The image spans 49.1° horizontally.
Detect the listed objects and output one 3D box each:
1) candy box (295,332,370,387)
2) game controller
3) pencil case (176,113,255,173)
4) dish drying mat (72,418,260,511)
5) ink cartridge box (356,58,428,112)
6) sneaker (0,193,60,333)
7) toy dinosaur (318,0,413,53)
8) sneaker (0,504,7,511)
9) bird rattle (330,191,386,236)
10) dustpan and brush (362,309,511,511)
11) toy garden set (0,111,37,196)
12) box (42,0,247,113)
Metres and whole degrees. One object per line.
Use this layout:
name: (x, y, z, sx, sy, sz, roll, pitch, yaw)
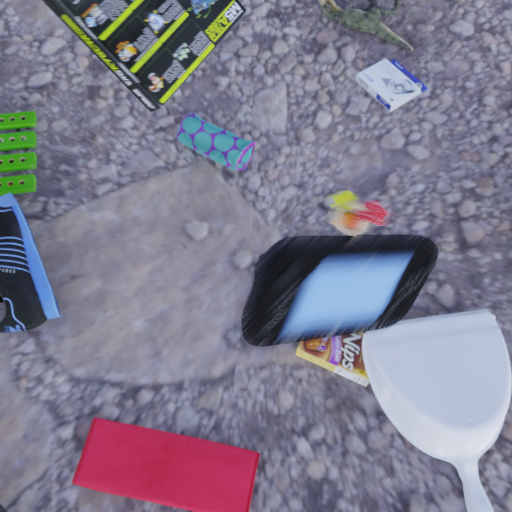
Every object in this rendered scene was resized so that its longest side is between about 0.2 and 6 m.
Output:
candy box: (1.371, 1.520, 9.202, 1.268, 0.358, 0.740, 23, 63, 10)
game controller: (0.915, 0.344, 5.826, 2.341, 1.221, 0.493, -2, 26, -33)
pencil case: (-0.792, -2.254, 11.097, 1.562, 0.665, 0.722, 29, 38, 16)
dish drying mat: (-1.322, 3.172, 8.368, 2.640, 0.240, 1.014, 9, 61, 6)
ink cartridge box: (2.984, -3.799, 12.198, 1.165, 0.237, 1.163, -32, 66, -16)
sneaker: (-4.277, 0.086, 9.660, 1.032, 0.929, 2.649, -20, 64, -19)
toy dinosaur: (2.710, -5.585, 13.002, 2.546, 0.604, 1.122, 31, 80, 15)
sneaker: (-3.745, 4.394, 7.263, 1.160, 1.004, 2.568, -18, 63, -7)
bird rattle: (1.496, -0.622, 8.443, 0.816, 0.665, 0.459, 30, 25, 11)
dustpan and brush: (3.035, 2.580, 8.433, 2.317, 0.950, 3.319, -7, 55, -7)
toy garden set: (-5.181, -1.927, 11.107, 1.640, 0.393, 1.967, -8, 62, -6)
box: (-1.740, -4.144, 9.257, 2.436, 0.599, 2.523, 44, 72, -27)
